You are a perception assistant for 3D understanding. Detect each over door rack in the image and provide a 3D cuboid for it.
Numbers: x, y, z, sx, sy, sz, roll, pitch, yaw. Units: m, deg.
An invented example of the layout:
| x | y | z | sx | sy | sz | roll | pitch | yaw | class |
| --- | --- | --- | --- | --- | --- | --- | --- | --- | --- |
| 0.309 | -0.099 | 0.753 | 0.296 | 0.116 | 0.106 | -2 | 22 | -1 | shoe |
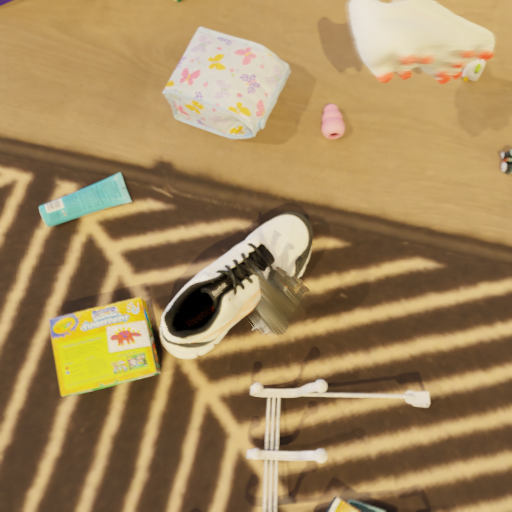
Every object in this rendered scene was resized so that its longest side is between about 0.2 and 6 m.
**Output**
| x | y | z | sx | sy | sz | roll | pitch | yaw | class |
| --- | --- | --- | --- | --- | --- | --- | --- | --- | --- |
| 1.372 | 3.140 | 8.716 | 3.044 | 1.014 | 2.249 | 3 | 70 | 0 | over door rack |

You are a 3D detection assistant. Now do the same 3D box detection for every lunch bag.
| x | y | z | sx | sy | sz | roll | pitch | yaw | class |
| --- | --- | --- | --- | --- | --- | --- | --- | --- | --- |
| -0.494 | -3.048 | 10.256 | 1.852 | 1.177 | 1.571 | 20 | 76 | 15 | lunch bag |

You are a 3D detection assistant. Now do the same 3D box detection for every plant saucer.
| x | y | z | sx | sy | sz | roll | pitch | yaw | class |
| --- | --- | --- | --- | --- | --- | --- | --- | --- | --- |
| 1.501 | 5.212 | 8.742 | 0.888 | 0.241 | 2.539 | 18 | 76 | 4 | plant saucer |

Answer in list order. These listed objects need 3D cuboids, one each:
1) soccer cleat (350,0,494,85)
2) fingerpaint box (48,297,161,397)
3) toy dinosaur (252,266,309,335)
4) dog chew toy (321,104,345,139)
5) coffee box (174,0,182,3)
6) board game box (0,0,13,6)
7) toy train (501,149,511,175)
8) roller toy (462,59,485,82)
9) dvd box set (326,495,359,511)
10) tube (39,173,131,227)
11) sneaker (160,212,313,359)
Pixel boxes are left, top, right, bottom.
| x | y | z | sx | sy | sz | roll | pitch | yaw | class |
| --- | --- | --- | --- | --- | --- | --- | --- | --- | --- |
| 2.432 | -3.126 | 7.880 | 2.982 | 1.033 | 1.157 | -18 | 84 | -43 | soccer cleat |
| -2.532 | 1.530 | 9.438 | 1.573 | 0.577 | 1.313 | -14 | 78 | -4 | fingerpaint box |
| 0.314 | 0.681 | 8.036 | 0.635 | 1.649 | 0.843 | 21 | 76 | 13 | toy dinosaur |
| 1.426 | -2.547 | 10.522 | 0.432 | 0.432 | 0.694 | -4 | 69 | -1 | dog chew toy |
| -1.383 | -5.685 | 11.344 | 1.090 | 0.240 | 0.670 | -38 | 79 | -8 | coffee box |
| -4.218 | -7.160 | 11.323 | 4.315 | 0.966 | 2.901 | -27 | 78 | -6 | board game box |
| 4.961 | -1.704 | 10.349 | 0.863 | 0.368 | 0.492 | 7 | 86 | 2 | toy train |
| 4.156 | -3.598 | 10.754 | 0.324 | 0.463 | 0.422 | 23 | 63 | 6 | roller toy |
| 1.585 | 4.588 | 8.675 | 1.433 | 0.211 | 1.049 | 33 | 78 | 7 | dvd box set |
| -3.110 | -0.983 | 10.175 | 1.565 | 0.394 | 0.606 | -22 | 85 | -10 | tube |
| -0.248 | 0.454 | 9.343 | 1.215 | 1.318 | 3.295 | 44 | 79 | 11 | sneaker |
